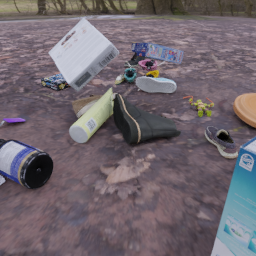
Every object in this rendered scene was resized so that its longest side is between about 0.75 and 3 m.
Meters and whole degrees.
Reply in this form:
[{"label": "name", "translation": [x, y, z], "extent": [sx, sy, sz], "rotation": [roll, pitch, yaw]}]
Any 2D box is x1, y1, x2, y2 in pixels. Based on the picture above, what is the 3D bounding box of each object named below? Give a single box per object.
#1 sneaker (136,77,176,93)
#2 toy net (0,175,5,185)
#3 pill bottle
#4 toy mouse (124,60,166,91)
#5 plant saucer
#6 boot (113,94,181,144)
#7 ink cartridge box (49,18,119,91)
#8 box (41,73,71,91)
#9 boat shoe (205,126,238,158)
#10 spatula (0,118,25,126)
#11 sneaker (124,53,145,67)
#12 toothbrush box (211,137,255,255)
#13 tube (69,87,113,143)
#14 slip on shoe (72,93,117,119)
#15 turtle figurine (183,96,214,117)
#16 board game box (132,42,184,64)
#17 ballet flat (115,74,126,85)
[{"label": "sneaker", "translation": [1.379, -2.134, 13.747], "extent": [1.984, 0.733, 0.813], "rotation": [13, 22, 6]}, {"label": "toy net", "translation": [-4.018, 1.498, 6.729], "extent": [2.090, 0.404, 1.097], "rotation": [-9, 52, -36]}, {"label": "pill bottle", "translation": [-2.975, 0.883, 7.549], "extent": [1.797, 1.005, 1.005], "rotation": [16, 32, 30]}, {"label": "toy mouse", "translation": [0.697, -2.976, 14.955], "extent": [2.710, 0.524, 2.409], "rotation": [-40, 50, -22]}, {"label": "plant saucer", "translation": [5.269, -0.675, 10.693], "extent": [2.375, 0.383, 2.375], "rotation": [4, 39, -4]}, {"label": "boot", "translation": [0.554, -0.365, 10.183], "extent": [1.841, 1.031, 2.661], "rotation": [-3, 39, -18]}, {"label": "ink cartridge box", "translation": [-1.608, -2.608, 9.745], "extent": [1.920, 0.674, 2.362], "rotation": [-42, 45, 5]}, {"label": "box", "translation": [-3.435, -2.460, 14.596], "extent": [1.337, 0.387, 1.682], "rotation": [20, 34, 33]}, {"label": "boat shoe", "translation": [3.038, 0.311, 9.103], "extent": [0.636, 0.573, 1.769], "rotation": [-3, 28, -6]}, {"label": "spatula", "translation": [-4.819, -0.029, 10.112], "extent": [0.638, 0.232, 2.256], "rotation": [15, 31, 41]}, {"label": "sneaker", "translation": [0.415, -4.476, 17.862], "extent": [0.657, 0.933, 1.757], "rotation": [23, 36, 37]}, {"label": "toothbrush box", "translation": [2.652, 1.326, 4.878], "extent": [1.967, 2.687, 1.146], "rotation": [-23, 37, -35]}, {"label": "tube", "translation": [-1.125, -0.451, 10.231], "extent": [0.720, 0.805, 2.774], "rotation": [42, 39, -4]}, {"label": "slip on shoe", "translation": [-1.294, -1.091, 11.410], "extent": [2.218, 0.843, 0.672], "rotation": [-31, 82, -36]}, {"label": "turtle figurine", "translation": [2.941, -0.867, 11.494], "extent": [1.347, 0.434, 1.087], "rotation": [10, 36, -10]}, {"label": "board game box", "translation": [1.238, -3.067, 11.498], "extent": [1.804, 0.557, 1.805], "rotation": [7, 14, -20]}, {"label": "ballet flat", "translation": [-0.412, -2.624, 14.944], "extent": [0.385, 0.385, 1.090], "rotation": [14, 31, 25]}]
